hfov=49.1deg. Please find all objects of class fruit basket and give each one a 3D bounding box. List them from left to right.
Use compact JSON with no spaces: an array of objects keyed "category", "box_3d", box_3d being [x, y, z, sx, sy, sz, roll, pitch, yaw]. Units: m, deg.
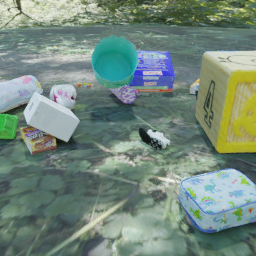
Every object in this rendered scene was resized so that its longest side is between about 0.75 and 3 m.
[{"category":"fruit basket","box_3d":[-4.790,-0.085,10.532,1.453,1.048,1.453,3,-18,1]}]

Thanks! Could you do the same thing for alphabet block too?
[{"category":"alphabet block","box_3d":[4.236,-1.045,9.984,2.873,2.889,2.942,-3,26,-2]}]

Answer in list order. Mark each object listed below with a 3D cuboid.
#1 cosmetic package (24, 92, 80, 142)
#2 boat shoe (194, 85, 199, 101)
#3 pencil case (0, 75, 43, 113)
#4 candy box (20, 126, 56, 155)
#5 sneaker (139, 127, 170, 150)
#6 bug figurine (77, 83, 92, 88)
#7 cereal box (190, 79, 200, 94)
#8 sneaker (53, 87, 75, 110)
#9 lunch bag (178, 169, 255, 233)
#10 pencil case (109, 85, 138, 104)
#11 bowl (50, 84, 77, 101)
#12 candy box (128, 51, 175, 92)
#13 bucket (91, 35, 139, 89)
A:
[{"category":"cosmetic package","box_3d":[-2.751,-0.406,9.984,1.526,0.938,1.521,27,5,-30]},{"category":"boat shoe","box_3d":[3.761,-1.382,12.966,0.957,0.885,2.592,1,-1,28]},{"category":"pencil case","box_3d":[-5.343,-1.451,12.765,1.345,1.233,2.966,43,39,10]},{"category":"candy box","box_3d":[-3.182,0.356,9.913,0.856,0.414,1.468,-14,30,-29]},{"category":"sneaker","box_3d":[0.928,0.330,9.926,0.588,0.492,1.328,-20,41,-35]},{"category":"bug figurine","box_3d":[-2.460,-2.422,15.931,0.882,0.227,0.684,15,23,37]},{"category":"cereal box","box_3d":[4.669,-2.082,14.916,2.361,0.467,1.699,13,28,25]},{"category":"sneaker","box_3d":[-2.942,-1.291,12.999,0.899,0.829,2.037,-8,35,-19]},{"category":"lunch bag","box_3d":[2.218,1.675,6.752,1.814,0.748,1.459,-9,28,-18]},{"category":"pencil case","box_3d":[-0.285,-1.945,14.119,0.907,0.890,2.121,-29,33,-10]},{"category":"bowl","box_3d":[-3.359,-1.881,14.493,1.354,0.505,1.352,-3,26,-9]},{"category":"candy box","box_3d":[1.236,-3.252,15.850,2.443,1.113,2.889,2,41,-1]},{"category":"bucket","box_3d":[-0.610,-2.833,12.528,2.154,2.154,1.402,-3,-9,-7]}]
